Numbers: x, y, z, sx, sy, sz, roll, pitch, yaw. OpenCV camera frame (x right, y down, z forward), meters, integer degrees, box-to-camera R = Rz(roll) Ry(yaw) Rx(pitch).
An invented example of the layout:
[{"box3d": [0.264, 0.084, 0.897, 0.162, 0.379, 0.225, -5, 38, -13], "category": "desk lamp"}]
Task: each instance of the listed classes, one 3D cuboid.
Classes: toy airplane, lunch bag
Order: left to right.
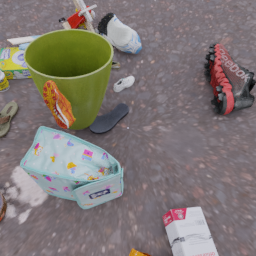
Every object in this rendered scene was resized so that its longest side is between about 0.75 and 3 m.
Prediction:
[{"box3d": [-1.166, 1.110, 6.887, 2.219, 1.890, 1.353, 15, 61, 9], "category": "lunch bag"}, {"box3d": [-1.692, -4.293, 10.719, 1.759, 1.766, 1.246, 33, 47, 22], "category": "toy airplane"}]

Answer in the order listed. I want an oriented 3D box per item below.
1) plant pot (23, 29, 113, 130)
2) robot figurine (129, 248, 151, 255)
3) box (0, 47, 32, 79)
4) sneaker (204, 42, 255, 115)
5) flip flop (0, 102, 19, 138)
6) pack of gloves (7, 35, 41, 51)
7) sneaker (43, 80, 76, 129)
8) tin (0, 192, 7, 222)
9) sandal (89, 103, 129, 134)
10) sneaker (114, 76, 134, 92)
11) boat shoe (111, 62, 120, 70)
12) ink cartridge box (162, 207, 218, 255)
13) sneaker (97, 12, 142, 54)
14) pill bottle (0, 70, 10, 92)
[{"box3d": [-1.472, -1.117, 7.685, 2.156, 2.304, 2.156, 1, 48, -1], "category": "plant pot"}, {"box3d": [0.541, 3.331, 6.277, 1.327, 0.386, 0.962, 23, 59, 16], "category": "robot figurine"}, {"box3d": [-3.830, -2.377, 10.132, 2.135, 0.516, 1.252, -6, 55, -2], "category": "box"}, {"box3d": [3.408, -1.715, 9.355, 1.417, 1.025, 2.901, -2, 58, -1], "category": "sneaker"}, {"box3d": [-3.897, -0.312, 8.758, 0.582, 0.413, 1.436, 11, 56, 8], "category": "flip flop"}, {"box3d": [-3.126, -3.104, 10.440, 2.176, 0.429, 1.829, -20, 34, -29], "category": "pack of gloves"}, {"box3d": [-1.538, -0.549, 6.264, 0.429, 1.177, 0.454, 5, 38, 27], "category": "sneaker"}, {"box3d": [-4.157, 1.926, 7.240, 2.117, 0.443, 1.185, 21, 54, 14], "category": "tin"}, {"box3d": [-0.543, -0.238, 8.814, 1.496, 0.320, 0.569, -34, 71, -27], "category": "sandal"}, {"box3d": [-0.119, -1.587, 9.648, 0.891, 0.394, 0.335, -37, 62, -23], "category": "sneaker"}, {"box3d": [-0.662, -2.329, 10.237, 0.763, 0.261, 0.285, 4, 56, 2], "category": "boat shoe"}, {"box3d": [1.444, 2.554, 6.567, 0.898, 0.516, 1.237, 3, 52, -25], "category": "ink cartridge box"}, {"box3d": [-0.381, -3.650, 10.890, 0.974, 0.982, 2.711, -44, 48, 9], "category": "sneaker"}, {"box3d": [-4.338, -1.635, 9.435, 0.443, 0.796, 0.443, 0, 56, 0], "category": "pill bottle"}]
